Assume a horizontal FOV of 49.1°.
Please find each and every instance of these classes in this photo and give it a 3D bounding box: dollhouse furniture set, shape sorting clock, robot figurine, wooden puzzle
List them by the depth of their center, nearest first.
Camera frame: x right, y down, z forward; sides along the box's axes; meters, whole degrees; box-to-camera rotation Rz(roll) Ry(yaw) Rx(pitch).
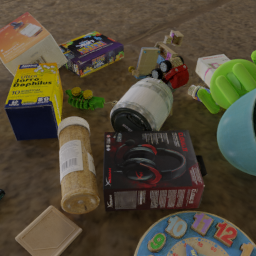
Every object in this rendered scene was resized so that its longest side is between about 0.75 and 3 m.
[{"bbox_3d":[1.569,3.146,6.046,2.969,0.582,2.969,0,42,0],"label":"shape sorting clock"},{"bbox_3d":[-1.938,2.638,6.898,1.259,0.234,1.164,24,48,30],"label":"wooden puzzle"},{"bbox_3d":[3.775,-1.408,9.647,1.657,2.514,2.865,56,22,11],"label":"robot figurine"},{"bbox_3d":[0.977,-3.332,12.123,2.051,1.936,1.338,-10,42,-28],"label":"dollhouse furniture set"}]

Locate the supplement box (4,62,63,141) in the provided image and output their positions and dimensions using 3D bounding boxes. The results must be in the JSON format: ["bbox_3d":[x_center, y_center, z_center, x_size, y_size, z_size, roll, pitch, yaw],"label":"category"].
[{"bbox_3d":[-3.194,-1.012,9.929,1.451,1.460,2.666,-5,42,-5],"label":"supplement box"}]

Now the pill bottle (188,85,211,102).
[{"bbox_3d":[2.876,-1.328,10.970,0.968,0.542,0.542,28,49,27],"label":"pill bottle"}]

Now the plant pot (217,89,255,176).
[{"bbox_3d":[3.801,0.166,7.794,2.646,2.123,2.646,3,79,-16],"label":"plant pot"}]

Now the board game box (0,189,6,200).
[{"bbox_3d":[-4.227,2.179,7.363,1.126,0.234,1.665,14,44,14],"label":"board game box"}]

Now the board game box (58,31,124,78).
[{"bbox_3d":[-1.882,-3.579,13.274,2.664,0.755,2.202,-34,51,-31],"label":"board game box"}]

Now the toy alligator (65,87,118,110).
[{"bbox_3d":[-1.423,-0.935,10.391,2.399,0.711,0.651,16,57,20],"label":"toy alligator"}]

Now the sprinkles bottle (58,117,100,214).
[{"bbox_3d":[-1.488,0.957,8.117,1.012,1.012,2.965,-8,43,-9],"label":"sprinkles bottle"}]

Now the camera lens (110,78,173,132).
[{"bbox_3d":[0.477,-0.557,9.318,1.609,1.609,2.012,19,46,19],"label":"camera lens"}]

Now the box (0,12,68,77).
[{"bbox_3d":[-4.312,-3.352,11.987,2.156,1.506,2.831,-38,52,-8],"label":"box"}]

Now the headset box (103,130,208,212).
[{"bbox_3d":[0.745,1.126,7.889,2.830,1.062,2.104,-1,42,-1],"label":"headset box"}]

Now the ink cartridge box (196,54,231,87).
[{"bbox_3d":[3.880,-2.357,11.932,1.280,0.750,1.772,-11,43,-12],"label":"ink cartridge box"}]

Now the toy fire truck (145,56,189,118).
[{"bbox_3d":[1.546,-1.446,10.260,1.167,1.596,1.813,-26,85,-32],"label":"toy fire truck"}]
